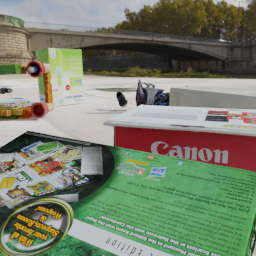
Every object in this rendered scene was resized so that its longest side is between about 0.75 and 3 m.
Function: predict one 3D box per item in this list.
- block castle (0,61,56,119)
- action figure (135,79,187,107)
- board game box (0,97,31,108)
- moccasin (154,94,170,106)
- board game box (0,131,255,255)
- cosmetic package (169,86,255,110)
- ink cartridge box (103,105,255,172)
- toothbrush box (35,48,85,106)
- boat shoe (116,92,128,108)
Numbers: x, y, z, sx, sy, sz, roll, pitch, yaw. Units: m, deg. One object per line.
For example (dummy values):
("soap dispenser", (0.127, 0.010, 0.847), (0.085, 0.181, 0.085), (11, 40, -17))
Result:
("block castle", (-3.585, -1.135, 8.460), (2.538, 1.696, 1.191), (1, 13, 11))
("action figure", (1.705, -1.045, 9.804), (2.842, 0.986, 1.849), (4, -2, -3))
("board game box", (-4.820, -0.869, 10.447), (1.992, 0.341, 1.339), (-8, 15, -34))
("moccasin", (1.396, -0.704, 8.785), (0.827, 0.701, 2.055), (-3, 13, -15))
("board game box", (-0.444, 0.636, 2.391), (2.783, 0.327, 1.458), (8, 31, 32))
("cosmetic package", (2.317, -0.390, 6.502), (1.473, 1.040, 2.845), (-5, 14, -23))
("ink cartridge box", (0.899, 0.227, 3.938), (2.073, 0.869, 1.820), (4, 13, 19))
("toothbrush box", (-2.786, -2.112, 11.649), (0.977, 2.269, 1.652), (11, 16, 41))
("boat shoe", (-0.235, -1.032, 10.150), (0.345, 0.288, 0.924), (-29, 38, 4))
